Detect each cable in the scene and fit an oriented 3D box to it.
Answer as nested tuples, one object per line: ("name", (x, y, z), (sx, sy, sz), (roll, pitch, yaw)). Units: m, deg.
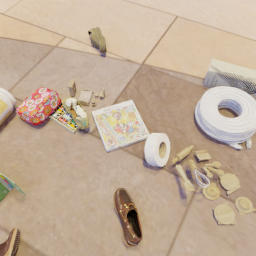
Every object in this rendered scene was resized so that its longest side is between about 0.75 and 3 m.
("cable", (3.878, -0.554, 10.941), (2.450, 0.848, 2.450), (20, 58, 13))

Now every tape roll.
("tape roll", (1.050, 0.761, 9.850), (0.408, 1.166, 1.166), (2, 51, 34))

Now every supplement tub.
("supplement tub", (-5.228, -0.700, 10.874), (1.139, 1.139, 1.567), (21, 58, 14))

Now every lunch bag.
("lunch bag", (-3.647, -0.933, 11.242), (1.420, 0.661, 1.613), (19, 57, 31))

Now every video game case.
("video game case", (-0.310, -0.136, 11.043), (1.773, 0.223, 1.948), (-18, 58, -11))

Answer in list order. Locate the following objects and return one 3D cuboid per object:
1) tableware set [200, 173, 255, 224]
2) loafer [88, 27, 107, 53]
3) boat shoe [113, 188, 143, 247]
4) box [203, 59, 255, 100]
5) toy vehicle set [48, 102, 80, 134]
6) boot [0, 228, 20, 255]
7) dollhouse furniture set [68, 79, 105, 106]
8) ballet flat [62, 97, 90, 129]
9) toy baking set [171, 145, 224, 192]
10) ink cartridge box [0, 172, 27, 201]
("tableware set", (3.321, 2.349, 9.386), (1.426, 0.198, 1.707), (-16, 57, -11))
("loafer", (-1.485, -4.215, 13.561), (0.636, 0.718, 1.887), (-15, 47, -9))
("boat shoe", (0.047, 2.688, 8.780), (0.663, 0.662, 1.882), (2, 51, -30))
("box", (4.556, -2.044, 11.885), (2.428, 0.997, 0.830), (18, 58, 13))
("toy vehicle set", (-2.406, -0.441, 11.270), (1.442, 0.191, 0.896), (31, 61, 19))
("boot", (-3.969, 3.642, 8.301), (1.202, 0.523, 1.445), (6, 59, 2))
("dollhouse furniture set", (-1.739, -1.429, 11.656), (1.455, 0.644, 0.754), (10, 55, 6))
("ballet flat", (-2.033, -0.747, 10.926), (0.663, 0.663, 1.876), (-26, 56, -16))
("toy baking set", (2.313, 1.289, 9.512), (2.115, 0.246, 1.623), (-25, 45, -36))
("ink cartridge box", (-4.606, 1.693, 9.192), (2.390, 1.241, 0.709), (27, 60, 17))
